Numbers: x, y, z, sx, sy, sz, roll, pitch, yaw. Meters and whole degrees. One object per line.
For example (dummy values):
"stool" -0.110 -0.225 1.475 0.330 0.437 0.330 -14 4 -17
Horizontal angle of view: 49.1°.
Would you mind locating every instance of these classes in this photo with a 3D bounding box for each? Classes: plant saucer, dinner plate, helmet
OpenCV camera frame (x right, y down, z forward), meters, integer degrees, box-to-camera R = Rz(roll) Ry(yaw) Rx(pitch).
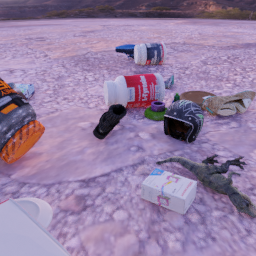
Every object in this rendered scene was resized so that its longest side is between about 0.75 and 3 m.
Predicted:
"plant saucer" 2.783 -1.127 10.958 1.731 0.255 1.731 1 26 0
"dinner plate" -2.097 1.706 5.334 1.281 0.155 1.281 -1 25 0
"helmet" 1.622 -0.250 8.135 1.209 1.153 1.209 0 26 0

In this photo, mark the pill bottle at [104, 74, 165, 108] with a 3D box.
"pill bottle" 0.206 -1.366 10.363 2.107 1.183 1.183 -7 27 -14

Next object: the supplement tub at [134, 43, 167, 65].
"supplement tub" 1.296 -4.315 16.325 1.711 1.201 1.201 -5 27 -9

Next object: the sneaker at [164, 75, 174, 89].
"sneaker" 1.817 -2.134 12.817 0.508 0.432 1.160 3 26 17

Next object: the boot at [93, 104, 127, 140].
"boot" -0.448 -0.364 8.385 0.544 1.082 1.447 33 32 -8

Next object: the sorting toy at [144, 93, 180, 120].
"sorting toy" 1.479 -0.708 9.503 1.871 0.768 1.124 14 30 27

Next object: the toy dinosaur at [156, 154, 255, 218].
"toy dinosaur" 1.912 0.978 6.357 1.137 0.612 2.580 -25 32 -30

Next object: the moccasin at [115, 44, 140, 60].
"moccasin" 0.395 -4.697 17.543 2.583 0.881 1.039 10 35 23

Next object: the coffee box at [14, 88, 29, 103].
"coffee box" -4.358 -0.362 8.503 2.538 1.013 1.434 -15 29 -27

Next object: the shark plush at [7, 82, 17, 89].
"shark plush" -4.789 -0.947 9.565 2.133 0.888 0.969 -13 63 -5

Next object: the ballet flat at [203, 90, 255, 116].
"ballet flat" 3.735 -0.800 9.953 2.294 0.809 0.749 -12 55 -17

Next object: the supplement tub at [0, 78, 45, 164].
"supplement tub" -3.456 -0.436 6.959 2.609 1.598 1.598 42 33 0

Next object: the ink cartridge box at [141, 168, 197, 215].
"ink cartridge box" 0.862 1.293 5.846 0.975 0.413 0.704 16 30 27

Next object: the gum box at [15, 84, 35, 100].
"gum box" -5.002 -1.283 11.001 2.090 0.466 1.775 2 26 2

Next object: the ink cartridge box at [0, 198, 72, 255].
"ink cartridge box" -1.365 1.985 2.914 1.282 1.772 1.288 23 35 35
